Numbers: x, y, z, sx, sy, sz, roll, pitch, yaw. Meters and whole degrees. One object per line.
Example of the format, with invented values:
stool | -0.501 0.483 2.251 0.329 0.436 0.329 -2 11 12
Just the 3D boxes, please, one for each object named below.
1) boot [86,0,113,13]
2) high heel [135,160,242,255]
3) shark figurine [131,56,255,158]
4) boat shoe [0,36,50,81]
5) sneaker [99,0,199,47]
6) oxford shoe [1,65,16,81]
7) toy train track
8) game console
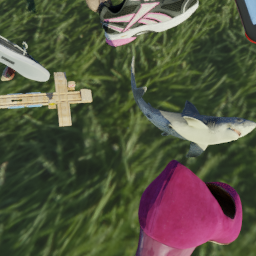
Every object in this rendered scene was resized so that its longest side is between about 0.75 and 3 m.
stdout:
boot | -0.517 -3.031 5.675 0.498 1.036 1.417 6 83 19
high heel | 1.073 0.835 3.592 0.944 1.346 2.801 24 19 27
shark figurine | 0.869 -0.288 4.873 2.185 1.305 0.912 22 53 -7
boat shoe | -1.972 -1.292 5.037 1.266 0.467 0.432 24 59 -27
sneaker | 0.342 -2.288 5.317 2.016 0.870 0.810 -19 37 14
oxford shoe | -3.160 -1.594 7.494 0.307 0.295 0.832 -12 44 27
toy train track | -2.025 -0.711 6.443 2.406 0.391 1.380 -6 75 -16
game console | 2.950 -2.831 5.396 1.800 0.316 2.036 -19 93 18
